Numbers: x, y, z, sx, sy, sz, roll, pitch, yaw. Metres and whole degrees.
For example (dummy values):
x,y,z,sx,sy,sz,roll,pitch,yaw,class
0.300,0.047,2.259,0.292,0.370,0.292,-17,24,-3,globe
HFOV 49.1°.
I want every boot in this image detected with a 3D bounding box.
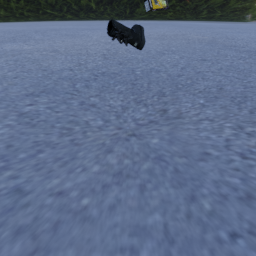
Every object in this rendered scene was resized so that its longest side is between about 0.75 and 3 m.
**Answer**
x,y,z,sx,sy,sz,roll,pitch,yaw,class
-0.097,-3.477,10.042,1.340,0.605,1.635,18,38,-22,boot

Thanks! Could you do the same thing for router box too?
x,y,z,sx,sy,sz,roll,pitch,yaw,class
0.795,-4.016,8.432,0.709,0.902,0.236,-20,10,-26,router box
